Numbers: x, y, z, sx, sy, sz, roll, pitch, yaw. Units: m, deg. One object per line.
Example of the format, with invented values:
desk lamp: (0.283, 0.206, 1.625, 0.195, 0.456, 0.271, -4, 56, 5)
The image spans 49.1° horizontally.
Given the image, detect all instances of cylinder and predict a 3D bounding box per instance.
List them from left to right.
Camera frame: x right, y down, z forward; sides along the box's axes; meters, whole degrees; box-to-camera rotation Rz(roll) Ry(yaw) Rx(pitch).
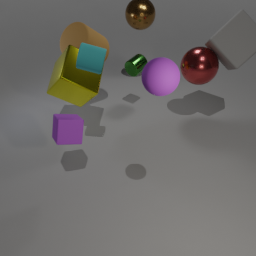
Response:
cylinder: (-1.663, -3.172, 10.872, 1.400, 1.400, 1.400, 21, 6, 29)
cylinder: (-0.999, -1.896, 7.655, 0.700, 0.700, 0.700, 13, 33, -7)
cylinder: (0.337, -2.569, 11.465, 0.700, 0.700, 0.700, 25, 53, 33)

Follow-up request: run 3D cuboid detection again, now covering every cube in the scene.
cube: (-1.679, 0.026, 7.781, 0.700, 0.700, 0.700, 0, 16, -26)
cube: (-1.873, -1.804, 10.010, 1.400, 1.400, 1.400, 22, 63, -28)
cube: (3.804, -3.057, 9.967, 1.400, 1.400, 1.400, 47, 13, -2)

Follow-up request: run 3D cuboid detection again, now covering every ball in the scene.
ball: (0.567, -5.242, 12.881, 1.400, 1.400, 1.400, 0, 33, 0)
ball: (0.596, -0.934, 5.118, 0.700, 0.700, 0.700, 0, 33, 0)
ball: (2.668, -2.319, 10.472, 1.400, 1.400, 1.400, 0, 33, 0)
